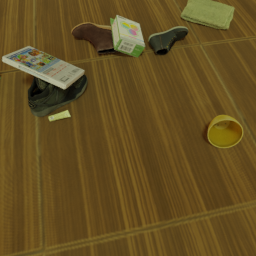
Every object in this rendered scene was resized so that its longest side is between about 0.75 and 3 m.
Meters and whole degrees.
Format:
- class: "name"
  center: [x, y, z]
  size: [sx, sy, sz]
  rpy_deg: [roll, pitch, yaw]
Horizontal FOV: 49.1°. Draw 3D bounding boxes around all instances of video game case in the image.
- class: "video game case"
  center: [-3.445, -2.590, 11.741]
  size: [2.757, 0.248, 1.974]
  rpy_deg: [24, 32, 2]

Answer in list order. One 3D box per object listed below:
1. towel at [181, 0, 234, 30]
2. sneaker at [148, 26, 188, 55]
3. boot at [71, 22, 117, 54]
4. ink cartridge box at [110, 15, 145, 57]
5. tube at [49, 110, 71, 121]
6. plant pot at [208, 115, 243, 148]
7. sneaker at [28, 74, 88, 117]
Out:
- class: "towel"
  center: [4.565, -6.556, 16.004]
  size: [2.778, 0.507, 2.061]
  rpy_deg: [20, 59, 12]
- class: "sneaker"
  center: [2.232, -4.430, 14.450]
  size: [2.148, 0.804, 1.141]
  rpy_deg: [-18, 63, -2]
- class: "boot"
  center: [-1.711, -4.585, 14.430]
  size: [2.291, 0.829, 1.906]
  rpy_deg: [-7, 54, -9]
- class: "ink cartridge box"
  center: [-0.071, -4.936, 14.400]
  size: [1.356, 0.774, 2.611]
  rpy_deg: [11, 51, -26]
- class: "tube"
  center: [-2.903, -0.500, 11.851]
  size: [0.882, 0.256, 0.229]
  rpy_deg: [-16, 75, 5]
- class: "plant pot"
  center: [3.792, -0.002, 11.136]
  size: [1.315, 1.315, 0.933]
  rpy_deg: [6, 33, 4]
- class: "sneaker"
  center: [-2.991, -1.814, 12.026]
  size: [2.943, 1.686, 1.125]
  rpy_deg: [-34, 63, -23]
